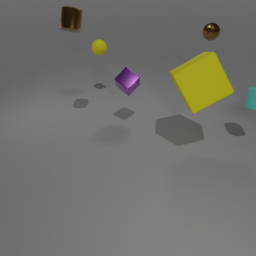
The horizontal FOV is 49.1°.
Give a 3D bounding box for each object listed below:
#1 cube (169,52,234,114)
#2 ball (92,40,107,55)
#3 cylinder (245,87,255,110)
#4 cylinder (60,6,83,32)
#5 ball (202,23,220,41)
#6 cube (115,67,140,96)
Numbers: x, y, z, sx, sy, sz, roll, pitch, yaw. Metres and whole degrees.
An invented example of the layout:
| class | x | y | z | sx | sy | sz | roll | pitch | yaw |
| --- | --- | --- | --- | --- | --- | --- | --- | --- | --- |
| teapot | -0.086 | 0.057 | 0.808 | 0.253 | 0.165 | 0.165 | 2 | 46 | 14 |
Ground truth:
| class | x | y | z | sx | sy | sz | roll | pitch | yaw |
| --- | --- | --- | --- | --- | --- | --- | --- | --- | --- |
| cube | 2.318 | -1.506 | 9.089 | 1.400 | 1.400 | 1.400 | -29 | 11 | 11 |
| ball | -1.343 | -3.755 | 13.061 | 0.700 | 0.700 | 0.700 | 0 | 32 | 0 |
| cylinder | 4.541 | -1.024 | 9.826 | 0.700 | 0.700 | 0.700 | 4 | 17 | -1 |
| cylinder | -1.937 | -3.691 | 9.555 | 0.700 | 0.700 | 0.700 | 8 | 11 | -1 |
| ball | 3.421 | -3.955 | 11.498 | 0.700 | 0.700 | 0.700 | 0 | 32 | 0 |
| cube | -0.015 | -1.802 | 10.899 | 0.700 | 0.700 | 0.700 | 41 | 81 | 13 |
